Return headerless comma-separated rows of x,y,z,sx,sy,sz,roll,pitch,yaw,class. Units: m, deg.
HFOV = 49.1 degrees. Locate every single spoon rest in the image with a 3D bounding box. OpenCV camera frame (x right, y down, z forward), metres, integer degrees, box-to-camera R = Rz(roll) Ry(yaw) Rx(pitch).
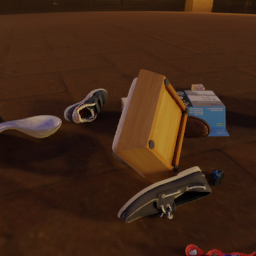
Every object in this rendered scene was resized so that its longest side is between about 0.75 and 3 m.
-3.725,0.065,10.039,2.852,0.864,1.417,-27,37,-38,spoon rest

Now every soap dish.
0.757,-0.024,7.768,1.068,2.068,2.629,-5,55,35,soap dish

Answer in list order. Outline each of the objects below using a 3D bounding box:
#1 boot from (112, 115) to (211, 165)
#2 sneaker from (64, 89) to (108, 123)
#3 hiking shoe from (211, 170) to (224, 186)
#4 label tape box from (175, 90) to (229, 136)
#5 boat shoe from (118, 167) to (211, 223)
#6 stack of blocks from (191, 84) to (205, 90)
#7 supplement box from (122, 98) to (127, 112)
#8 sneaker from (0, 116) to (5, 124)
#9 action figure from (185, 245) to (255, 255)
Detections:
1.028,0.462,8.884,2.409,0.830,2.584,5,29,41,boot
-1.495,-0.875,11.723,0.914,0.903,2.303,18,44,38,sneaker
2.559,1.461,8.163,0.331,0.284,0.764,9,20,31,hiking shoe
2.831,-0.686,11.404,1.936,0.850,2.685,-1,29,-2,label tape box
0.970,1.779,6.904,2.509,0.911,0.787,-22,58,-21,boat shoe
3.626,-1.946,14.285,0.536,0.272,0.930,-1,29,-2,stack of blocks
0.505,-0.637,11.435,1.197,0.698,1.899,-5,28,-12,supplement box
-5.582,0.212,9.981,2.336,0.887,1.060,-22,45,-23,sneaker
2.348,2.831,5.324,2.584,0.668,0.845,12,33,26,action figure
